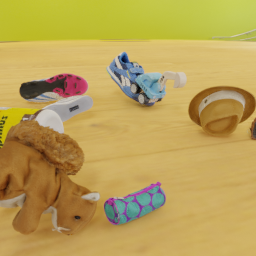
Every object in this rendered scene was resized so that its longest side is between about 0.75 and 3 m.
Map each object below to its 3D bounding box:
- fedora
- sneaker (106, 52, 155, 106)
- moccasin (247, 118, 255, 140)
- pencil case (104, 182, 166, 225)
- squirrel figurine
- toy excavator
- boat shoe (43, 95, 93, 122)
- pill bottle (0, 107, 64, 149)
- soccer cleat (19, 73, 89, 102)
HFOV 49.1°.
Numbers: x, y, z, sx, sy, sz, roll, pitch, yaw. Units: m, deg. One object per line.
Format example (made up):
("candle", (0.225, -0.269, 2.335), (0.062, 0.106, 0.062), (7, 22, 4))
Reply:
("fedora", (2.370, -0.304, 7.117), (1.742, 1.742, 0.711), (4, 53, 9))
("sneaker", (0.186, -1.822, 10.338), (2.517, 1.035, 0.931), (49, 24, 23))
("moccasin", (3.406, 0.035, 7.511), (0.307, 0.324, 0.840), (27, 46, -3))
("pencil case", (0.125, 1.181, 4.423), (0.958, 0.443, 0.408), (-12, 18, -32))
("squirrel figurine", (-1.126, 0.721, 4.063), (1.545, 1.171, 1.655), (20, 59, -9))
("toy excavator", (0.959, -1.420, 8.871), (0.812, 1.626, 1.581), (-12, 53, -35))
("boat shoe", (-1.866, -0.561, 8.299), (1.670, 0.615, 0.546), (-18, 22, -28))
("pill bottle", (-2.598, 0.150, 6.017), (2.191, 1.197, 1.197), (3, 21, 13))
("soccer cleat", (-2.670, -1.458, 10.384), (2.590, 0.905, 1.118), (-4, -4, 6))
